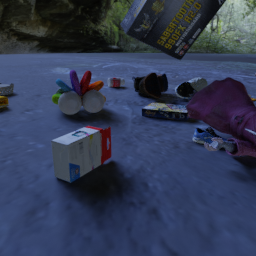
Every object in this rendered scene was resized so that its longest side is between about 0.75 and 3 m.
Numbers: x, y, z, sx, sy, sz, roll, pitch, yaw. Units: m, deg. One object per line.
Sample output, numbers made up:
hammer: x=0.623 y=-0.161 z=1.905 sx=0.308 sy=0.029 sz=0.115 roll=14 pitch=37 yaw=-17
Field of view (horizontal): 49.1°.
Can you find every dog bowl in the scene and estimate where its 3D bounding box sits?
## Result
dog bowl: x=-5.308 y=-1.608 z=11.545 sx=1.190 sy=0.349 sz=1.190 roll=0 pitch=17 yaw=0

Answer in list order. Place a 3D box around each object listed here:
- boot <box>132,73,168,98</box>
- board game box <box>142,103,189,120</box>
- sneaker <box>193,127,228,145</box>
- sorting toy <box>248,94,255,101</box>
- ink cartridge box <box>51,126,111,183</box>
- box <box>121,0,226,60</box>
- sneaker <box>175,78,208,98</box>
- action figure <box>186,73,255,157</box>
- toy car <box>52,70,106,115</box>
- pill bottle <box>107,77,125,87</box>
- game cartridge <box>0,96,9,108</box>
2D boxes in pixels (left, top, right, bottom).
boot: x=0.635 y=-1.570 z=10.828 sx=1.290 sy=0.995 sz=2.663 roll=-7 pitch=7 yaw=24
board game box: x=1.182 y=-0.502 z=8.262 sx=1.326 sy=0.229 sz=0.898 roll=7 pitch=19 yaw=23
sneaker: x=1.745 y=0.184 z=5.894 sx=0.814 sy=0.363 sz=0.320 roll=15 pitch=23 yaw=38
sorting toy: x=4.186 y=-1.279 z=10.741 sx=0.860 sy=0.208 sz=1.528 roll=-15 pitch=23 yaw=-40
ink cartridge box: x=-0.747 y=0.378 z=4.795 sx=0.377 sy=0.652 sz=1.123 roll=11 pitch=21 yaw=30
box: x=1.489 y=-3.661 z=8.187 sx=2.279 sy=2.877 sz=0.695 roll=15 pitch=37 yaw=-34
sneaker: x=2.415 y=-1.518 z=10.970 sx=1.912 sy=0.687 sz=0.693 roll=-23 pitch=1 yaw=-42
action figure: x=2.372 y=-0.008 z=5.711 sx=1.781 sy=1.980 sz=2.659 roll=-42 pitch=36 yaw=7
toy car: x=-1.515 y=-1.163 z=8.659 sx=1.668 sy=1.251 sz=1.459 roll=-6 pitch=19 yaw=-17
pill bottle: x=-0.551 y=-2.152 z=13.127 sx=0.754 sy=0.423 sz=0.423 roll=-6 pitch=19 yaw=-18
game cartridge: x=-5.456 y=-0.810 z=8.993 sx=2.359 sy=0.383 sz=2.079 roll=12 pitch=21 yaw=30
